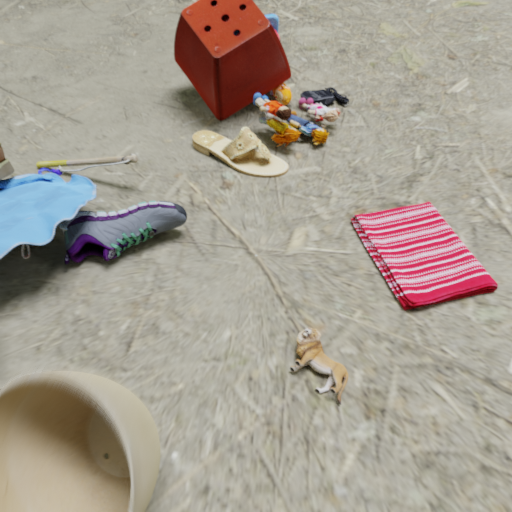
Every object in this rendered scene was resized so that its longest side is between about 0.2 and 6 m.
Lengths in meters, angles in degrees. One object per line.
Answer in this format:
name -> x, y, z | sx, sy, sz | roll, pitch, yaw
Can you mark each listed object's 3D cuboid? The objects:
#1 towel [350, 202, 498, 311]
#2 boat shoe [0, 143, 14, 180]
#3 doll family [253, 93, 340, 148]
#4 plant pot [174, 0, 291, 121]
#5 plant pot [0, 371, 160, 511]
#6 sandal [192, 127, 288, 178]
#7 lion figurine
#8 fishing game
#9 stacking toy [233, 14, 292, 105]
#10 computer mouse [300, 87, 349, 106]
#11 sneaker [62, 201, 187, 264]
towel -> 2.716, -0.086, 9.272 | 1.629, 0.253, 2.253 | -10, 45, -12
boat shoe -> -5.836, -1.267, 9.564 | 3.073, 1.045, 1.106 | -32, 25, -21
doll family -> 0.874, -2.750, 11.755 | 2.011, 0.906, 1.248 | -8, 34, -34
plant pot -> -0.575, -4.501, 11.927 | 2.002, 1.766, 2.004 | -34, 78, -5
plant pot -> -1.803, 2.139, 6.032 | 1.959, 1.959, 1.315 | 20, 5, 20
sandal -> -0.373, -2.244, 11.153 | 2.199, 0.723, 0.806 | 24, 49, 23
lion figurine -> 0.912, 1.475, 7.628 | 1.079, 0.391, 0.661 | 42, 49, 19
fishing game -> -4.172, -0.460, 9.105 | 3.358, 0.729, 4.689 | -2, 32, 21
stacking toy -> 0.256, -4.402, 13.237 | 1.328, 1.405, 2.420 | -17, 60, -12
computer mouse -> 1.505, -3.586, 12.896 | 1.135, 0.299, 0.786 | -12, 44, -28
sneaker -> -2.132, -0.301, 9.249 | 2.049, 0.763, 0.897 | -9, 58, -4
